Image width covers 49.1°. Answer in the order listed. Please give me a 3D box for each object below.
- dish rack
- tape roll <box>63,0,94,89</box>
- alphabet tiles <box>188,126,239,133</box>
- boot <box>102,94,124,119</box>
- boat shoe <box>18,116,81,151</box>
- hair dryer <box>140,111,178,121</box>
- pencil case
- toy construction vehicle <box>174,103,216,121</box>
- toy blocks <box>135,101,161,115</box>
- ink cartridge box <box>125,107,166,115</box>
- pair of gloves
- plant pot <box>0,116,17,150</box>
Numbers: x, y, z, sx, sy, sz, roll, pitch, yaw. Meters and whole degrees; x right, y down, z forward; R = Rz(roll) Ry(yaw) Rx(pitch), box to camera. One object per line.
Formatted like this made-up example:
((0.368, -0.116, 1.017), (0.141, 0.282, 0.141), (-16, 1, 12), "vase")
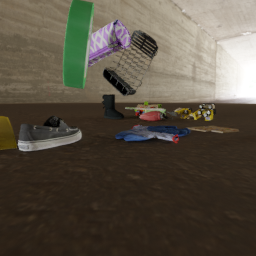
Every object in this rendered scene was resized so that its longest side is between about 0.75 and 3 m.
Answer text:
((0.120, -2.828, 11.876), (0.697, 2.556, 1.961), (2, 35, -47), "dish rack")
((-1.477, -2.483, 8.464), (0.609, 2.533, 2.533), (8, 6, -8), "tape roll")
((3.414, 0.052, 11.074), (1.440, 0.065, 1.722), (-3, 7, -27), "alphabet tiles")
((-0.883, -1.257, 16.346), (0.643, 1.424, 1.738), (-6, 9, -40), "boot")
((-2.111, 0.056, 7.862), (0.843, 0.799, 2.412), (3, 8, 27), "boat shoe")
((1.633, -0.563, 15.279), (1.992, 0.541, 1.517), (3, -11, -7), "hair dryer")
((-1.150, -3.112, 10.919), (2.737, 1.170, 1.148), (-18, -37, 34), "pencil case")
((4.045, -0.820, 16.157), (2.327, 0.820, 2.026), (2, 17, 38), "toy construction vehicle")
((1.310, -1.228, 19.194), (1.885, 0.942, 1.288), (0, 18, 10), "toy blocks")
((1.067, -0.978, 17.510), (2.443, 0.586, 1.778), (0, 7, 1), "ink cartridge box")
((0.876, 0.178, 9.172), (2.029, 0.288, 2.524), (5, 9, 24), "pair of gloves")
((-3.526, 0.114, 7.364), (0.919, 0.811, 0.919), (-5, 9, -36), "plant pot")
